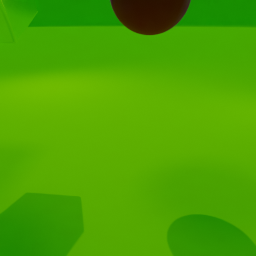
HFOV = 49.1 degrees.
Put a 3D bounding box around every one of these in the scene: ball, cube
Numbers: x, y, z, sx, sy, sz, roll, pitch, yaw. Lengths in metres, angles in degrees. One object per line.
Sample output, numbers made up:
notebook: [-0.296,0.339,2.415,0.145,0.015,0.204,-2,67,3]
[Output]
ball: [0.319,-1.942,3.999,1.178,1.178,1.178,0,22,0]
cube: [-2.205,-2.066,4.381,1.040,1.040,1.040,4,50,7]
